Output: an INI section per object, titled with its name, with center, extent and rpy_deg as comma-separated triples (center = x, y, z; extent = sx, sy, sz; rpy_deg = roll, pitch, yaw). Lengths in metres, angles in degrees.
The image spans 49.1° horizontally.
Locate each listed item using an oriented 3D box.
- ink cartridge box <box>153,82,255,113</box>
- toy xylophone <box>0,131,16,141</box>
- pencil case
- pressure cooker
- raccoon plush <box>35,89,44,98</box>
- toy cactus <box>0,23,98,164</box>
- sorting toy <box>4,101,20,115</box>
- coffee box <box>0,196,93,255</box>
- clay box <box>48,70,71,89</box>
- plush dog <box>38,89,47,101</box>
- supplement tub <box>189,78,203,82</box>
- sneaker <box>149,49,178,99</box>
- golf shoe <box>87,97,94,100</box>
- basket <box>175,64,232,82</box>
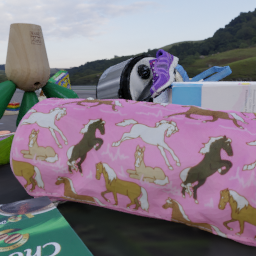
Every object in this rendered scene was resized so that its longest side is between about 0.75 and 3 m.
[ink cartridge box]
center = 1.746, -0.088, 5.090
extent = 2.367, 1.482, 1.522
rpy_deg = -1, 11, -5
[toy xylophone]
center = -3.161, 0.356, 5.172
extent = 2.353, 0.591, 1.723
rpy_deg = 5, 12, 28
[pencil case]
center = 0.225, 0.377, 3.130
extent = 2.971, 1.285, 1.230
rpy_deg = 5, 29, 20
[pressure cooker]
center = 0.276, -0.916, 7.028
extent = 1.717, 1.690, 1.922
rpy_deg = 1, -4, -35
[raccoon plush]
center = -4.631, -1.524, 15.198
extent = 1.929, 1.393, 2.878
rpy_deg = -28, -3, -39
[toy cactus]
center = -1.463, -0.339, 4.193
extent = 2.815, 2.323, 1.440
rpy_deg = -8, 14, -36
[sorting toy]
center = -5.215, -0.874, 12.153
extent = 2.800, 0.474, 1.350
rpy_deg = -6, 12, -30
[coffee box]
center = -0.850, 1.041, 2.076
extent = 1.034, 0.370, 1.682
rpy_deg = -6, 12, -29
[clay box]
center = -2.589, -1.328, 10.881
extent = 0.377, 1.585, 0.911
rpy_deg = 15, 44, 18
[plush dog]
center = -2.736, -0.675, 10.062
extent = 1.201, 1.122, 1.398
rpy_deg = 24, 12, 2
[supplement tub]
center = 3.355, -2.182, 16.434
extent = 2.020, 1.461, 1.461
rpy_deg = 4, 11, 20
[sneaker]
center = 0.471, -0.860, 4.380
extent = 0.421, 0.407, 1.010
rpy_deg = 33, 46, -16
[golf shoe]
center = -1.952, -1.149, 13.955
extent = 0.670, 0.539, 1.378
rpy_deg = 22, 24, 19
[basket]
center = 2.305, -1.542, 10.645
extent = 2.831, 1.969, 2.496
rpy_deg = -32, 6, 11
